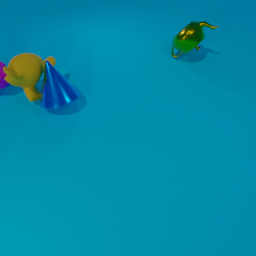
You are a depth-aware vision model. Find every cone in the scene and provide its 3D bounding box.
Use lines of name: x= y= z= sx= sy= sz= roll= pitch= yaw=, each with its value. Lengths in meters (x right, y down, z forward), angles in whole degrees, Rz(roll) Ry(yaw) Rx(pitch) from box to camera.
cone: x=-2.149 y=-1.375 z=8.086 sx=1.229 sy=1.233 sz=1.229 roll=-11 pitch=27 yaw=6

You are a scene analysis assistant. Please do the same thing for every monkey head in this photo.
monkey head: x=-2.876 y=-1.518 z=8.230 sx=1.789 sy=1.078 sz=1.287 roll=-34 pitch=92 yaw=-50

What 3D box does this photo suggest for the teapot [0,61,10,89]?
teapot: x=-4.177 y=-1.694 z=8.430 sx=1.130 sy=1.817 sz=0.889 roll=-6 pitch=84 yaw=19

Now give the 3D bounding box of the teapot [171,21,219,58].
teapot: x=2.152 y=-3.017 z=9.426 sx=0.897 sy=1.832 sz=1.139 roll=48 pitch=37 yaw=-8
